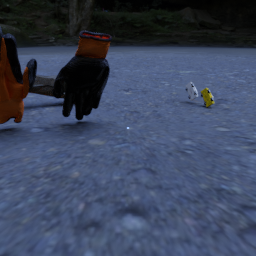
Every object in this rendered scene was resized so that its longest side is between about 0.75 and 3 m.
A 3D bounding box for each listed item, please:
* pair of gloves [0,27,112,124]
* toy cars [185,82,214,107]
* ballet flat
[{"bbox_3d":[-1.902,-1.126,6.537,2.962,2.638,0.366,-4,50,-20],"label":"pair of gloves"},{"bbox_3d":[2.455,-1.124,9.470,0.291,0.589,1.314,6,20,-41],"label":"toy cars"},{"bbox_3d":[-2.600,-1.340,9.278,2.477,0.835,0.574,3,-26,-32],"label":"ballet flat"}]
